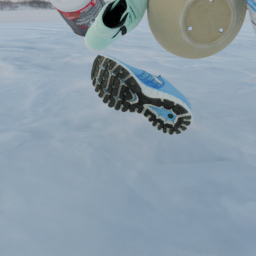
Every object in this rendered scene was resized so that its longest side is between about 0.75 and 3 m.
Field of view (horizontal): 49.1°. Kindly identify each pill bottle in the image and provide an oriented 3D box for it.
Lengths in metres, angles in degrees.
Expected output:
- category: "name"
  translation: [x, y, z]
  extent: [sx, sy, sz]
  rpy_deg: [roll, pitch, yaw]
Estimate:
- category: "pill bottle"
  translation: [-1.299, -3.483, 8.232]
  extent: [1.319, 1.319, 2.383]
  rpy_deg: [5, -7, 10]

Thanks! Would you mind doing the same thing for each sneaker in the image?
- category: "sneaker"
  translation: [0.264, -0.694, 5.323]
  extent: [2.136, 0.837, 0.961]
  rpy_deg: [33, 34, 2]
- category: "sneaker"
  translation: [-0.017, -2.902, 6.949]
  extent: [2.352, 0.866, 1.388]
  rpy_deg: [-52, 14, -21]

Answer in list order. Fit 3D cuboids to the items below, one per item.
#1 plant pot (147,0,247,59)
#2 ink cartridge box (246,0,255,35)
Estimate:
- category: "plant pot"
  translation: [1.862, -2.928, 7.178]
  extent: [2.679, 2.679, 1.799]
  rpy_deg: [0, 30, 1]
- category: "ink cartridge box"
  translation: [3.833, -2.989, 6.621]
  extent: [2.276, 1.645, 0.958]
  rpy_deg: [17, 38, -59]
